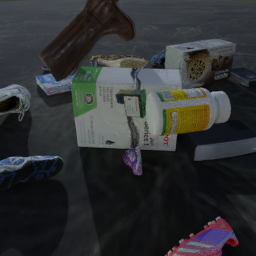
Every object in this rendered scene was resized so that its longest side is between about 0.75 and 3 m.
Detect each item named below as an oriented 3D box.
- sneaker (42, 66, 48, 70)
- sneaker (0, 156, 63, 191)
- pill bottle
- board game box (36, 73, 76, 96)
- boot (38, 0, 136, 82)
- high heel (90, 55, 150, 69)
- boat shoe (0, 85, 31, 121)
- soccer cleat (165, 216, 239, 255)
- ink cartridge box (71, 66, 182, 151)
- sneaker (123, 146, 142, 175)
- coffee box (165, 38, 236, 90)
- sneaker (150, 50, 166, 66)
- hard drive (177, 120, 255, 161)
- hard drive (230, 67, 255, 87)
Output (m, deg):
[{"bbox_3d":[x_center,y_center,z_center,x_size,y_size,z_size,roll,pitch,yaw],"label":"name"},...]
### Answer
[{"bbox_3d":[-3.732,-3.102,13.748,1.031,0.430,0.416,-20,36,-29],"label":"sneaker"},{"bbox_3d":[-2.456,0.904,6.641,1.796,0.680,0.692,-8,35,-17],"label":"sneaker"},{"bbox_3d":[1.275,-0.369,6.001,1.642,0.926,0.926,-8,31,-10],"label":"pill bottle"},{"bbox_3d":[-2.866,-1.954,11.851,1.607,0.350,1.615,-18,35,-27],"label":"board game box"},{"bbox_3d":[-1.054,-2.285,7.853,0.885,2.569,2.757,33,87,25],"label":"boot"},{"bbox_3d":[-0.469,-3.238,13.361,2.732,0.975,1.947,-12,38,-3],"label":"high heel"},{"bbox_3d":[-3.668,-0.784,8.976,1.154,1.000,2.708,27,9,7],"label":"boat shoe"},{"bbox_3d":[1.261,2.100,4.844,1.491,0.497,0.570,-22,59,-26],"label":"soccer cleat"},{"bbox_3d":[0.020,-0.525,7.727,2.788,2.037,1.176,2,32,5],"label":"ink cartridge box"},{"bbox_3d":[0.114,0.844,7.076,0.458,0.417,1.037,-6,26,2],"label":"sneaker"},{"bbox_3d":[3.043,-2.743,11.924,2.921,1.651,1.166,-16,34,-27],"label":"coffee box"},{"bbox_3d":[1.832,-3.519,14.450,0.733,0.609,1.535,32,51,28],"label":"sneaker"},{"bbox_3d":[2.578,0.277,7.944,2.086,0.442,1.407,-7,31,-12],"label":"hard drive"},{"bbox_3d":[5.204,-2.267,12.399,1.096,0.344,1.624,-9,31,-15],"label":"hard drive"}]
